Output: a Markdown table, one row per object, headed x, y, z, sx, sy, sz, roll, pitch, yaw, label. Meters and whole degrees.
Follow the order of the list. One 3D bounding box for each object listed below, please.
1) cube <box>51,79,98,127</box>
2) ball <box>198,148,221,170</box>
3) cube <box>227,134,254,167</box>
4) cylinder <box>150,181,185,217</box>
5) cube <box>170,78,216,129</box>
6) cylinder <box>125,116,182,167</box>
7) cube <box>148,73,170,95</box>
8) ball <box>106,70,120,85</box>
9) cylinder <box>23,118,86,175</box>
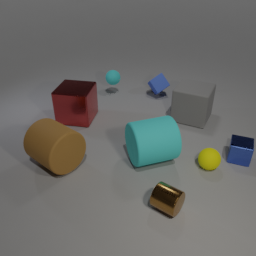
| x | y | z | sx | sy | sz | roll | pitch | yaw | label |
| --- | --- | --- | --- | --- | --- | --- | --- | --- | --- |
| -2.089 | -1.018 | 11.311 | 1.400 | 1.400 | 1.400 | 6 | 32 | 9 | cube |
| 2.557 | 0.973 | 8.806 | 0.700 | 0.700 | 0.700 | 0 | 32 | 0 | ball |
| 3.675 | 0.733 | 9.158 | 0.700 | 0.700 | 0.700 | 12 | 36 | 18 | cube |
| 1.043 | 1.861 | 7.364 | 0.700 | 0.700 | 0.700 | 21 | 38 | 30 | cylinder |
| 2.624 | -1.026 | 11.325 | 1.400 | 1.400 | 1.400 | 15 | 35 | 22 | cube |
| 0.761 | 0.403 | 8.830 | 1.400 | 1.400 | 1.400 | -11 | 33 | -15 | cylinder |
| 1.437 | -2.072 | 13.186 | 0.700 | 0.700 | 0.700 | -35 | 4 | -3 | cube |
| -0.710 | -2.381 | 13.213 | 0.700 | 0.700 | 0.700 | 0 | 32 | 0 | ball |
| -2.283 | 0.554 | 8.772 | 1.400 | 1.400 | 1.400 | 23 | 39 | 34 | cylinder |
